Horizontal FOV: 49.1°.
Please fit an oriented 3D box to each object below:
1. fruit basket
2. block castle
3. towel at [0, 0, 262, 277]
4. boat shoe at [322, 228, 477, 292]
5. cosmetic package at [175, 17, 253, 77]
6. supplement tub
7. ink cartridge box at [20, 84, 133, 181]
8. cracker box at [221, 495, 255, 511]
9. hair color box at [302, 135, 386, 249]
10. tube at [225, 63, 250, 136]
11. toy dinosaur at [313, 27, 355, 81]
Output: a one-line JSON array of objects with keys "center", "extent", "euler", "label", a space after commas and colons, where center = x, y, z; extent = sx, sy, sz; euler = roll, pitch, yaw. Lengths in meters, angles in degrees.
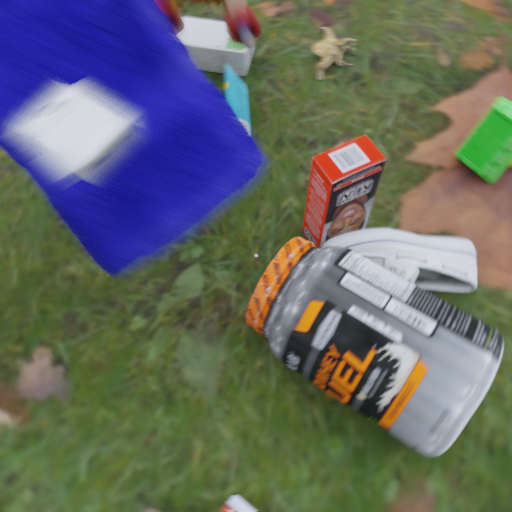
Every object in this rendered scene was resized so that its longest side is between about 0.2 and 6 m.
[{"center": [4.192, -1.934, 9.617], "extent": [1.347, 1.347, 0.972], "euler": [-36, 67, -19], "label": "fruit basket"}, {"center": [-0.429, -4.397, 8.014], "extent": [2.010, 3.007, 1.411], "euler": [-9, 70, -29], "label": "block castle"}, {"center": [-1.758, -1.844, 6.786], "extent": [2.642, 0.886, 3.578], "euler": [-41, 107, -17], "label": "towel"}, {"center": [2.213, 0.137, 8.453], "extent": [2.396, 0.881, 0.800], "euler": [0, 59, -1], "label": "boat shoe"}, {"center": [-0.873, -4.127, 11.052], "extent": [1.520, 0.645, 0.818], "euler": [9, 62, 3], "label": "cosmetic package"}, {"center": [1.460, 1.060, 7.392], "extent": [2.966, 1.817, 1.817], "euler": [30, 64, 17], "label": "supplement tub"}, {"center": [-1.716, -1.194, 5.351], "extent": [0.847, 0.200, 0.678], "euler": [35, 74, 20], "label": "ink cartridge box"}, {"center": [-0.366, 4.222, 6.208], "extent": [1.631, 0.702, 2.435], "euler": [35, 67, 18], "label": "cracker box"}, {"center": [1.276, -0.877, 8.486], "extent": [0.933, 1.838, 0.563], "euler": [-25, 63, -14], "label": "hair color box"}, {"center": [-0.350, -2.675, 10.266], "extent": [0.451, 0.693, 1.790], "euler": [-14, 60, 21], "label": "tube"}, {"center": [1.553, -4.196, 11.203], "extent": [0.804, 0.463, 1.591], "euler": [8, 60, 6], "label": "toy dinosaur"}]
